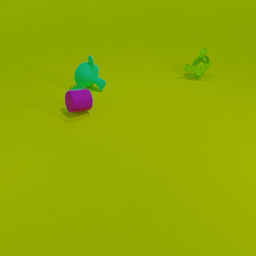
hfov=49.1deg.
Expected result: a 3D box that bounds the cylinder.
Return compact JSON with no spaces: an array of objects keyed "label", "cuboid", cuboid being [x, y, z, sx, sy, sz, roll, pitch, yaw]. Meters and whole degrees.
[{"label":"cylinder","cuboid":[-1.679,-0.933,9.553,0.736,0.736,0.736,-11,33,-32]}]

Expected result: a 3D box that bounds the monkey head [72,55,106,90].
[{"label":"monkey head","cuboid":[-1.508,-1.979,11.031,1.186,1.648,0.993,41,23,22]}]

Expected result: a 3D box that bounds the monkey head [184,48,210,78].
[{"label":"monkey head","cuboid":[3.016,-2.751,12.210,1.046,1.454,0.876,12,57,7]}]
